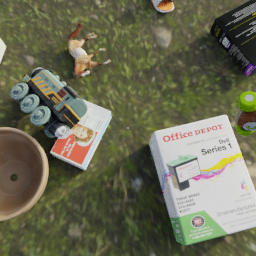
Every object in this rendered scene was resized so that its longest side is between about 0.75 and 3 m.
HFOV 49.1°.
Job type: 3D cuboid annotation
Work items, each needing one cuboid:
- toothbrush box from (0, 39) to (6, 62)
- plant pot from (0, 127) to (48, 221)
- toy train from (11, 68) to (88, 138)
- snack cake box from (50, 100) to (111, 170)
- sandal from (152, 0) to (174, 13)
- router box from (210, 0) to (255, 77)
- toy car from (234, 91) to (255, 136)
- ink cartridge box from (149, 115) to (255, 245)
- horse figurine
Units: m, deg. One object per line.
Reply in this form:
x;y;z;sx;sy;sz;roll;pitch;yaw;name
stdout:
-5.523;-2.078;8.186;2.980;1.283;2.170;11;72;5;toothbrush box
-3.128;1.212;7.258;2.294;1.059;2.294;0;73;0;plant pot
-2.182;-0.759;7.672;1.360;1.017;2.386;-43;57;-8;toy train
-1.271;0.172;7.833;1.004;0.586;1.745;24;74;5;snack cake box
1.007;-4.564;9.406;0.600;0.449;1.567;-25;74;-8;sandal
4.298;-3.114;8.818;2.679;0.684;1.998;-30;75;-9;router box
2.637;-0.145;4.913;0.978;1.018;1.240;-41;55;-9;toy car
1.884;1.270;7.173;2.011;1.166;2.778;-13;73;-4;ink cartridge box
-1.373;-2.394;8.719;1.198;0.451;1.807;-27;74;-8;horse figurine
